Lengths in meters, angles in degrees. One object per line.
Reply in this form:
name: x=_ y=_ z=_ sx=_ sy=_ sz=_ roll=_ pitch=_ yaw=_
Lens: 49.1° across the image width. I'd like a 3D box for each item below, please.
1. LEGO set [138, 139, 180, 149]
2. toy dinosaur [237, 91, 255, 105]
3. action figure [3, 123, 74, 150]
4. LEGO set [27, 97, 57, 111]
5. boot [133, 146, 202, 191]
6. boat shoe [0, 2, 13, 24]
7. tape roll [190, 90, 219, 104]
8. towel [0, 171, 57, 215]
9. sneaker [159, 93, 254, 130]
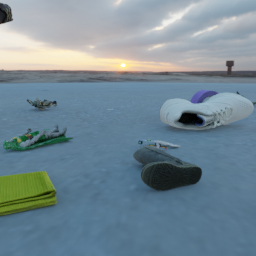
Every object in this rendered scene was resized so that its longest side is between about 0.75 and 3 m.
LEGO set: x=0.656 y=0.401 z=6.272 sx=0.860 sy=0.211 sz=0.642 roll=6 pitch=5 yaw=-39
toy dinosaur: x=5.621 y=-1.371 z=13.983 sx=2.631 sy=0.624 sz=1.160 roll=-8 pitch=29 yaw=-37
action figure: x=-2.137 y=0.224 z=6.455 sx=0.923 sy=0.427 sz=1.562 roll=11 pitch=19 yaw=33
LEGO set: x=-3.830 y=-1.017 z=12.812 sx=1.284 sy=0.560 sz=1.978 roll=6 pitch=0 yaw=18
boot: x=0.425 y=0.564 z=4.543 sx=1.128 sy=0.450 sz=1.241 roll=10 pitch=12 yaw=-31
boat shoe: x=-3.942 y=-3.596 z=8.677 sx=0.669 sy=0.680 sz=1.825 roll=-6 pitch=35 yaw=-14
tape roll: x=2.666 y=-0.738 z=9.495 sx=1.074 sy=1.074 sz=0.456 roll=-3 pitch=12 yaw=-17
towel: x=-2.327 y=0.879 z=3.496 sx=2.679 sy=0.242 sz=1.153 roll=-5 pitch=13 yaw=-24
sneaker: x=2.431 y=-0.356 z=8.346 sx=2.849 sy=1.061 sz=1.241 roll=-9 pitch=22 yaw=-5
